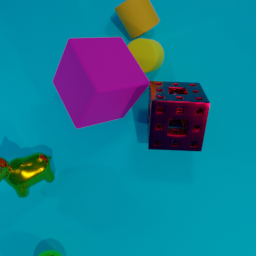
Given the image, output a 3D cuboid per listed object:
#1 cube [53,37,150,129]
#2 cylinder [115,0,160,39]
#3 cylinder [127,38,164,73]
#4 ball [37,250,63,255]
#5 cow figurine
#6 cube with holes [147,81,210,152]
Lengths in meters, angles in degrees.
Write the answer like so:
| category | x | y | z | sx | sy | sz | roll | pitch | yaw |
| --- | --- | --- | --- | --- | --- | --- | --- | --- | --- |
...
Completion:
| category | x | y | z | sx | sy | sz | roll | pitch | yaw |
| --- | --- | --- | --- | --- | --- | --- | --- | --- | --- |
| cube | -0.650 | -1.034 | 6.320 | 1.396 | 1.396 | 1.396 | -16 | 68 | -37 |
| cylinder | 0.244 | -2.977 | 7.363 | 0.888 | 0.888 | 0.888 | -38 | 112 | -11 |
| cylinder | 0.422 | -1.800 | 7.008 | 0.821 | 0.821 | 0.821 | 5 | 106 | 19 |
| ball | -1.617 | 2.873 | 5.719 | 0.714 | 0.714 | 0.714 | 0 | 72 | 0 |
| cow figurine | -2.227 | 0.815 | 5.680 | 1.379 | 1.357 | 0.757 | -27 | 50 | -22 |
| cube with holes | 1.047 | -0.291 | 6.264 | 1.154 | 1.154 | 1.154 | 2 | 29 | 1 |
